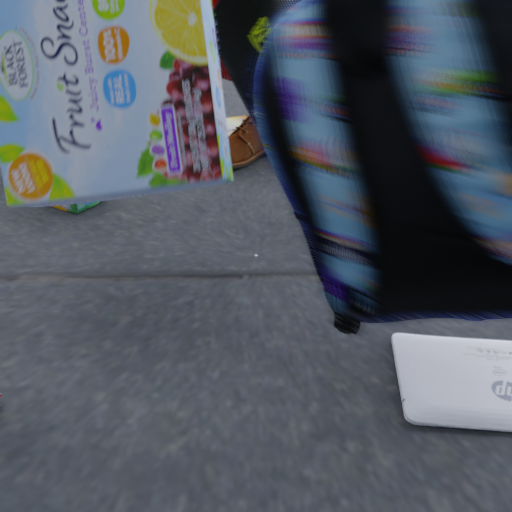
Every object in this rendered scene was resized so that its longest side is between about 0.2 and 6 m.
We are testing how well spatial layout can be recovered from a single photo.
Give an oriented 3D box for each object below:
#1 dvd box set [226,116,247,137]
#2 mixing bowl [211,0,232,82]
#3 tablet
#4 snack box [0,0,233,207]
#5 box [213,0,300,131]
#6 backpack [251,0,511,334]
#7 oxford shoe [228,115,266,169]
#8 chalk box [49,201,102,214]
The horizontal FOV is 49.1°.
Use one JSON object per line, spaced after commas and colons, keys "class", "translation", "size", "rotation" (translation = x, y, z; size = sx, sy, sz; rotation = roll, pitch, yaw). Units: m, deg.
{"class": "dvd box set", "translation": [-0.831, -3.033, 13.772], "size": [1.922, 0.283, 1.406], "rotation": [-15, 34, -23]}
{"class": "mixing bowl", "translation": [-0.440, -4.078, 10.793], "size": [2.150, 1.164, 2.150], "rotation": [17, 28, -9]}
{"class": "tablet", "translation": [2.764, 1.413, 6.365], "size": [2.286, 0.156, 1.488], "rotation": [3, 31, 5]}
{"class": "snack box", "translation": [-1.572, -1.996, 5.923], "size": [2.322, 2.754, 0.932], "rotation": [-6, 4, 6]}
{"class": "box", "translation": [0.486, -2.935, 8.006], "size": [0.642, 2.703, 2.610], "rotation": [-26, -1, -31]}
{"class": "backpack", "translation": [1.496, -0.991, 4.779], "size": [2.711, 2.969, 1.997], "rotation": [-8, 28, 39]}
{"class": "oxford shoe", "translation": [-0.296, -2.594, 12.391], "size": [2.723, 0.970, 0.971], "rotation": [-29, 42, -36]}
{"class": "chalk box", "translation": [-3.371, -1.405, 10.384], "size": [1.477, 0.919, 0.914], "rotation": [16, 34, 27]}
